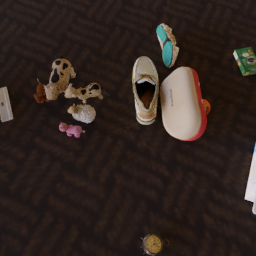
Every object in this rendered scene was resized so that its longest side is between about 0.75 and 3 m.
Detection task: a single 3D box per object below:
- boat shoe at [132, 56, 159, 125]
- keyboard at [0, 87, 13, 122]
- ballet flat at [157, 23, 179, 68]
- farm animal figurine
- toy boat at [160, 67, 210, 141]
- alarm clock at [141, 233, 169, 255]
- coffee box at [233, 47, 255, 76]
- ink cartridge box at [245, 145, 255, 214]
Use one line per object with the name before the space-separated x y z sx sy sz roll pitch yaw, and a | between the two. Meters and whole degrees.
boat shoe | 0.615 -1.402 9.161 0.932 0.853 2.494 -4 65 -2
keyboard | -4.131 -0.805 9.338 0.368 0.070 1.309 -20 67 -4
ballet flat | 1.511 -2.975 10.045 0.584 0.691 1.828 2 67 -28
farm animal figurine | -1.866 -1.021 8.610 2.268 1.140 1.831 41 80 18
toy boat | 1.943 -0.688 8.727 1.477 1.475 2.260 11 62 -28
alarm clock | 0.724 3.083 7.423 0.769 0.256 0.519 -1 57 -15
coffee box | 4.232 -2.368 9.948 0.648 0.232 1.054 -12 65 -5
ink cartridge box | 4.214 1.498 7.847 1.400 0.825 2.432 19 67 9
